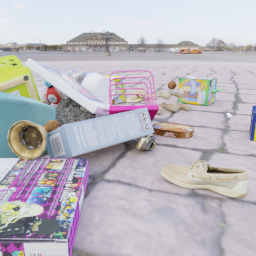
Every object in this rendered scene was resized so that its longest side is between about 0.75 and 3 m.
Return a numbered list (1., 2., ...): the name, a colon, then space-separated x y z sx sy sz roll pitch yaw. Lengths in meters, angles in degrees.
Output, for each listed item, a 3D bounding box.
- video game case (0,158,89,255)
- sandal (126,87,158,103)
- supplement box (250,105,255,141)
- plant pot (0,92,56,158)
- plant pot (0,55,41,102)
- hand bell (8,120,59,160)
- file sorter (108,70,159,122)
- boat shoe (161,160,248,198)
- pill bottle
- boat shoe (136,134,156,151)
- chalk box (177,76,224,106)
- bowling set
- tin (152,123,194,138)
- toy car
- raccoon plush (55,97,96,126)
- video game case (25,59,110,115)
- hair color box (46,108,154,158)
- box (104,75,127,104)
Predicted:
1. video game case: -2.086 1.289 5.038 2.522 0.498 2.782 -1 17 -2
2. sandal: 0.687 -1.850 15.069 2.118 0.697 0.777 -11 20 -30
3. supplement box: 4.824 -0.092 8.805 1.771 0.970 0.964 6 19 22
4. plant pot: -3.379 -0.017 7.344 2.643 1.868 1.867 -3 15 -38
5. plant pot: -4.128 -0.997 9.329 2.186 2.197 1.994 -29 36 -31
6. hand bell: -2.063 0.064 6.771 0.869 0.869 1.668 2 15 7
7. file sorter: 0.076 -0.907 9.368 1.476 1.332 2.124 -2 -14 -5
8. boat shoe: 1.588 0.961 5.975 1.815 0.590 0.655 10 19 29
9. pill bottle: -2.043 -1.977 13.938 2.809 1.598 1.598 15 22 42
10. boat shoe: 0.592 0.470 8.015 0.394 0.445 1.215 34 19 15
11. chalk box: 3.737 -1.891 14.214 2.111 1.307 1.313 12 19 32
12. bowling set: 1.854 -1.430 12.589 2.088 1.453 1.121 -5 16 -28
13. tin: 1.512 0.077 9.475 1.428 0.299 0.800 8 23 24
14. toy car: -3.698 -1.295 12.719 1.671 1.540 1.478 -33 23 -6
15. raccoon plush: -2.142 -0.187 9.965 2.157 1.044 1.445 -36 43 -14
16. video game case: -1.957 -1.435 10.519 2.989 0.344 2.724 34 7 9
17. hair color box: -0.718 0.155 7.531 2.626 0.796 1.300 -14 -3 -39
18. box: -0.827 -2.007 14.503 0.810 1.279 1.328 -20 26 -35
